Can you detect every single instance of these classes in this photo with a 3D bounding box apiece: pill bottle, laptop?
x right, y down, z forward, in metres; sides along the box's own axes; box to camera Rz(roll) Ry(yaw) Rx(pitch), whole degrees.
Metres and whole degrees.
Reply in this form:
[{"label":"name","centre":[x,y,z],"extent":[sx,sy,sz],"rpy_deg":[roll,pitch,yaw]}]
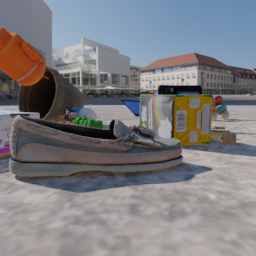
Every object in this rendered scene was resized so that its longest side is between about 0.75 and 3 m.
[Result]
[{"label":"pill bottle","centre":[-1.835,-0.453,11.381],"extent":[0.776,0.776,1.401],"rpy_deg":[-5,7,-37]},{"label":"laptop","centre":[1.447,-1.375,16.256],"extent":[2.409,1.404,2.718],"rpy_deg":[-3,-13,-43]}]

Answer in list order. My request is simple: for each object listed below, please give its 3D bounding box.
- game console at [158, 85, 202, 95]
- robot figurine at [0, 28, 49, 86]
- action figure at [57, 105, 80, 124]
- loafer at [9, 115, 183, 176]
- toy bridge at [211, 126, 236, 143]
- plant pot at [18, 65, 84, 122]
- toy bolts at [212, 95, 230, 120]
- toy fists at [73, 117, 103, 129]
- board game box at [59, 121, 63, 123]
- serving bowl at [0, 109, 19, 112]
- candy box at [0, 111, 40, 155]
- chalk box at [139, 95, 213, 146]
[{"label":"game console","centre":[1.830,-0.721,9.947],"extent":[1.418,1.612,0.938],"rpy_deg":[-5,8,-42]},{"label":"robot figurine","centre":[-3.506,-2.168,8.937],"extent":[2.023,1.455,1.180],"rpy_deg":[46,6,-39]},{"label":"action figure","centre":[-2.130,-0.289,10.591],"extent":[1.032,1.067,0.558],"rpy_deg":[-33,17,48]},{"label":"loafer","centre":[-0.393,0.220,4.442],"extent":[2.800,0.880,1.007],"rpy_deg":[-2,6,-17]},{"label":"toy bridge","centre":[2.537,0.163,7.956],"extent":[0.674,0.273,2.005],"rpy_deg":[1,6,10]},{"label":"plant pot","centre":[-3.138,-1.215,12.194],"extent":[2.459,2.459,2.134],"rpy_deg":[4,-6,35]},{"label":"toy bolts","centre":[4.558,-0.802,15.293],"extent":[1.872,1.298,1.788],"rpy_deg":[-14,-29,-26]},{"label":"toy fists","centre":[-1.480,-0.142,9.916],"extent":[0.722,0.487,1.417],"rpy_deg":[-4,9,-32]},{"label":"board game box","centre":[-3.572,-0.380,13.127],"extent":[0.593,0.278,1.167],"rpy_deg":[5,8,38]},{"label":"serving bowl","centre":[-5.729,-0.597,13.431],"extent":[1.995,0.656,1.995],"rpy_deg":[1,5,0]},{"label":"candy box","centre":[-3.586,0.049,6.203],"extent":[2.784,0.849,1.898],"rpy_deg":[4,7,34]},{"label":"chalk box","centre":[1.109,-0.287,7.558],"extent":[1.247,1.253,2.014],"rpy_deg":[-3,8,-27]}]
